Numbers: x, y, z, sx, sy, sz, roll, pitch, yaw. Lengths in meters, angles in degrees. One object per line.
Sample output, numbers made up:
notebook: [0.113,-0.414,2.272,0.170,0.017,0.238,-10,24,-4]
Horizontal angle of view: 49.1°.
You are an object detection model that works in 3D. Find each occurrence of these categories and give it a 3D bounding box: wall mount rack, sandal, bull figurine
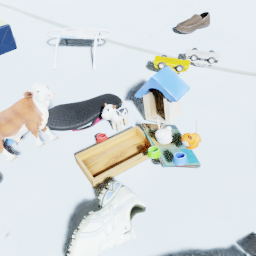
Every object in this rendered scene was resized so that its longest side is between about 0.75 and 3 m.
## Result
wall mount rack: [-2.091,-3.433,11.801,2.781,1.037,2.416,2,40,2]
sandal: [-1.358,-0.383,8.929,1.117,0.670,2.974,40,42,27]
bull figurine: [-2.686,-0.097,7.136,2.401,1.458,0.782,-25,4,12]

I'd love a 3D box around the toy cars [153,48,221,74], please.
toy cars: [2.342,-2.569,11.130,2.901,0.642,1.301,-17,45,-22]

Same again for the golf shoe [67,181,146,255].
golf shoe: [-0.411,2.210,5.984,1.137,0.916,2.339,24,50,15]

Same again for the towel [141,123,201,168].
towel: [1.198,0.476,8.008,1.282,0.190,1.749,4,38,-26]

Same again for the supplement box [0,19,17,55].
supplement box: [-6.114,-3.947,12.157,1.679,1.128,1.680,34,53,30]

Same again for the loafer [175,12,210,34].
loafer: [3.198,-5.263,13.795,2.149,0.763,0.785,-27,50,-25]

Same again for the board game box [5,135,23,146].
board game box: [-3.674,0.110,8.553,1.330,0.328,1.684,-3,41,6]

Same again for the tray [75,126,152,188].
tray: [-0.302,0.751,7.829,2.079,0.385,1.025,-26,50,-23]

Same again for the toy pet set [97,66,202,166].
toy pet set: [0.775,-0.597,7.957,2.879,1.529,2.688,12,35,33]
